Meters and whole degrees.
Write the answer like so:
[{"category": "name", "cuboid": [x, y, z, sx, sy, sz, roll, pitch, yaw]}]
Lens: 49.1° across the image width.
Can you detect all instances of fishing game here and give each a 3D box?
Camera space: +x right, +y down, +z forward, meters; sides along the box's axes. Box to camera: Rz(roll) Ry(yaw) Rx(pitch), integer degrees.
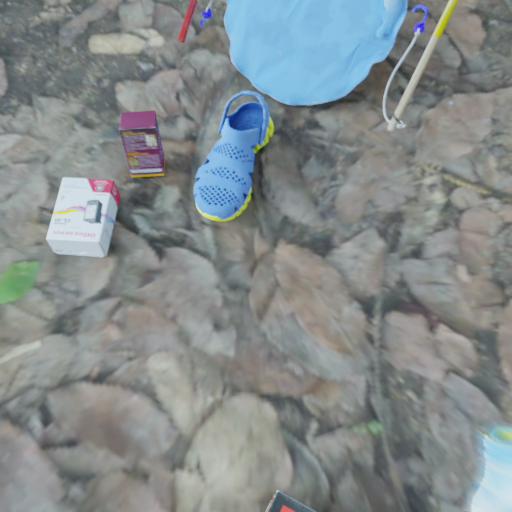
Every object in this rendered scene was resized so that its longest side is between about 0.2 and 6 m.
[{"category": "fishing game", "cuboid": [0.963, -4.233, 9.599, 4.586, 0.713, 3.284, 24, 103, 17]}]

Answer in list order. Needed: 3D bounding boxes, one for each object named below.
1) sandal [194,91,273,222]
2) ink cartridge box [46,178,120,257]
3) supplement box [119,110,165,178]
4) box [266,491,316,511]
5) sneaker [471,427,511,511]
[{"category": "sandal", "cuboid": [-0.364, -1.651, 8.728, 0.950, 1.041, 2.390, 14, 65, 4]}, {"category": "ink cartridge box", "cuboid": [-2.598, -0.597, 8.479, 0.826, 0.479, 1.119, 3, 61, 1]}, {"category": "supplement box", "cuboid": [-1.767, -1.734, 8.753, 0.546, 0.989, 0.423, -4, 51, -3]}, {"category": "box", "cuboid": [1.400, 4.705, 5.505, 4.180, 0.834, 2.862, 25, 65, 12]}, {"category": "sneaker", "cuboid": [2.790, 2.469, 6.361, 0.558, 1.403, 0.916, 1, 62, -1]}]
